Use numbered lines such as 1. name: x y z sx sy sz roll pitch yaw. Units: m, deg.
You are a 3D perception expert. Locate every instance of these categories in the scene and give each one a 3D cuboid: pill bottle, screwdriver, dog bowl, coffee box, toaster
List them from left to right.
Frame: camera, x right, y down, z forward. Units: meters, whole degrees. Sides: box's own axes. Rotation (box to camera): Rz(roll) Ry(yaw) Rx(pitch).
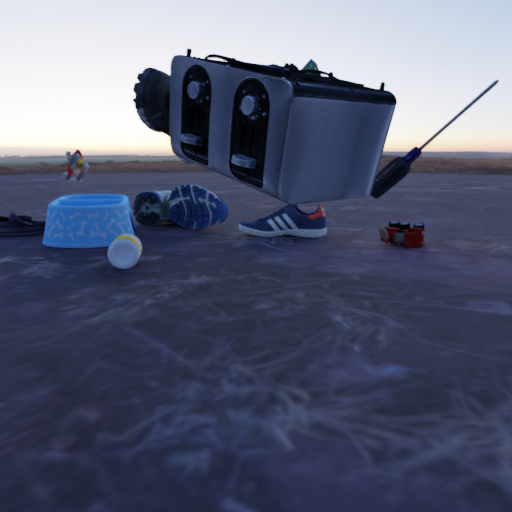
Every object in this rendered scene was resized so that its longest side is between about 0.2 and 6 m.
1. dog bowl: -4.225 -0.987 14.418 2.179 0.969 3.910 -2 12 -11
2. pill bottle: -2.540 -0.116 10.924 0.582 0.582 1.040 -1 11 -7
3. toaster: 0.455 -2.231 9.433 3.190 1.893 2.884 -11 30 -43
4. coffee box: 0.931 -3.601 11.717 0.210 0.955 0.587 30 32 -29
5. screwdriver: 2.980 -2.003 9.616 0.384 2.756 0.401 41 17 -17

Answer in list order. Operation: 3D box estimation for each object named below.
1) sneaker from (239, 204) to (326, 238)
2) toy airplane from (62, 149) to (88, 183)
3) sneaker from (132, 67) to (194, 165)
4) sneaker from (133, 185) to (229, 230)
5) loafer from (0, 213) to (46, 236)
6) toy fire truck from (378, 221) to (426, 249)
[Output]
1. sneaker: 0.678 -1.001 14.483 2.267 0.958 0.850 0 11 3
2. toy airplane: -3.543 -1.737 11.033 0.462 0.653 0.655 3 19 0
3. sneaker: -1.146 -2.538 10.629 1.445 1.061 3.193 14 -10 17
4. sneaker: -2.006 -1.465 16.323 3.249 1.252 1.384 8 9 33
5. loafer: -6.470 -0.844 14.430 2.102 0.662 0.756 -5 12 -22
6. toy fire truck: 3.258 -0.469 12.795 0.947 0.692 1.076 10 26 37
